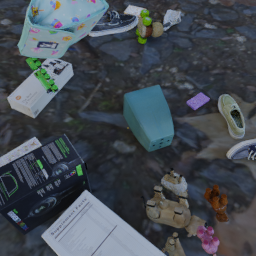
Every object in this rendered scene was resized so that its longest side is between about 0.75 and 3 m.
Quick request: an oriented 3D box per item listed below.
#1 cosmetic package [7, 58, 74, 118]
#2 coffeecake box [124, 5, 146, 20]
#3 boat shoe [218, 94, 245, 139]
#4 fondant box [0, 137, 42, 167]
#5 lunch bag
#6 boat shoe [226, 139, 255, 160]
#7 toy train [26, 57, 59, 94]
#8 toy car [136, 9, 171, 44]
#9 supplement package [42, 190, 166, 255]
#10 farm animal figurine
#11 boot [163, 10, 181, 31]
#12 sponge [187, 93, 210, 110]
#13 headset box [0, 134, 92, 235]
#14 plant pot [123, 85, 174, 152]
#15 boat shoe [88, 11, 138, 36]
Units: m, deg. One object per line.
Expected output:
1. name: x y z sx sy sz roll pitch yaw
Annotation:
1. cosmetic package: -3.240 -1.624 10.603 1.058 0.649 2.563 21 57 16
2. coffeecake box: 0.349 -5.619 13.735 0.905 0.331 0.695 19 56 13
3. boat shoe: 3.708 -0.527 9.822 0.691 0.596 1.921 -5 54 -4
4. fondant box: -3.184 1.077 8.346 1.493 1.077 0.435 -35 61 -23
5. lunch bag: -1.943 -2.913 7.774 2.300 1.959 1.403 -43 103 -26
6. boat shoe: 3.990 0.797 8.826 1.637 0.611 0.759 -18 48 -14
7. toy train: -2.649 -1.623 8.639 0.388 0.287 1.375 -35 90 -8
8. toy car: 1.172 -4.468 12.472 1.389 1.141 1.096 0 53 -13
9. supplement package: -0.472 3.040 6.650 2.679 1.467 1.524 34 61 22
10. farm animal figurine: 1.382 2.468 7.281 2.372 1.250 2.398 24 50 35
11. boot: 2.116 -5.103 13.207 0.728 0.560 1.523 9 53 14
12. sponge: 2.623 -1.010 10.477 0.796 0.119 0.444 -33 60 -21
13. headset box: -2.160 1.496 7.453 2.319 2.019 1.076 -29 60 -21
14. plant pot: 0.728 -0.232 9.254 1.261 1.261 1.785 -16 61 -12
15. boat shoe: -0.708 -4.966 12.929 2.501 0.848 0.897 -15 55 -10
